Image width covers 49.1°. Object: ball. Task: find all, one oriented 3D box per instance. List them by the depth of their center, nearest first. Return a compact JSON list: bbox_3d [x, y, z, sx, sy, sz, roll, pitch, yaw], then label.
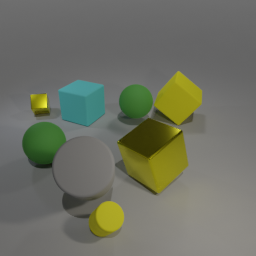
[{"bbox_3d":[-2.746,0.492,9.235,1.400,1.400,1.400,0,30,0],"label":"ball"},{"bbox_3d":[0.327,-1.094,11.532,1.400,1.400,1.400,0,30,0],"label":"ball"}]

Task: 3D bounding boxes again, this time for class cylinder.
[{"bbox_3d":[-0.534,2.208,6.777,0.700,0.700,0.700,11,57,-18],"label":"cylinder"},{"bbox_3d":[-1.026,1.042,6.899,1.400,1.400,1.400,1,73,-2],"label":"cylinder"}]

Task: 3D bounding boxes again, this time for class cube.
[{"bbox_3d":[0.765,0.772,8.367,1.400,1.400,1.400,-37,38,-26],"label":"cube"},{"bbox_3d":[2.135,-1.269,11.833,1.400,1.400,1.400,38,32,-8],"label":"cube"},{"bbox_3d":[-1.951,-1.109,12.073,1.400,1.400,1.400,15,33,24],"label":"cube"},{"bbox_3d":[-3.877,-1.054,12.394,0.700,0.700,0.700,-7,74,-8],"label":"cube"}]
